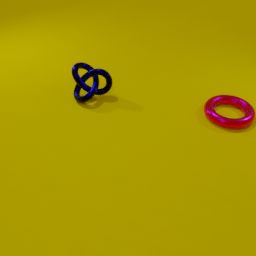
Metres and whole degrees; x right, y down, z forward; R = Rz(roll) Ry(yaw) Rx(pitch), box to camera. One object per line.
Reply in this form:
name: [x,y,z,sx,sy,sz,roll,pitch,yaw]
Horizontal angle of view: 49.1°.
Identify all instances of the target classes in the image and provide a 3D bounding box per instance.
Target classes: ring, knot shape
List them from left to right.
knot shape: [-1.177,-1.268,8.236,1.254,0.579,1.174,29,84,1]
ring: [2.796,-0.475,7.740,1.380,0.276,1.380,0,41,0]
